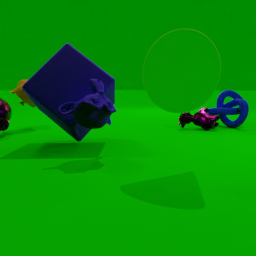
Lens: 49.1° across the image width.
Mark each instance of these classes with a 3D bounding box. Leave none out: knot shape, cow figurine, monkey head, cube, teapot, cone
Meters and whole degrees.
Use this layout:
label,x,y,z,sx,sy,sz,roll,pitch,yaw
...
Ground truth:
label,x,y,z,sx,sy,sz,roll,pitch,yaw
knot shape,3.265,-0.571,8.951,1.479,0.684,1.384,-30,33,-6
cow figurine,2.094,-0.233,8.459,1.013,0.565,1.030,-23,41,-20
monkey head,-3.656,-0.254,7.362,1.003,1.197,1.664,19,10,-36
monkey head,-0.637,-0.400,4.963,1.124,0.808,0.677,12,-35,-40
cube,-1.192,-0.711,6.125,1.325,1.325,1.325,39,-14,8
teapot,-2.999,-0.995,8.413,0.910,0.717,1.464,38,-4,16
cone,0.999,-0.809,4.288,1.138,1.138,1.142,6,7,33
